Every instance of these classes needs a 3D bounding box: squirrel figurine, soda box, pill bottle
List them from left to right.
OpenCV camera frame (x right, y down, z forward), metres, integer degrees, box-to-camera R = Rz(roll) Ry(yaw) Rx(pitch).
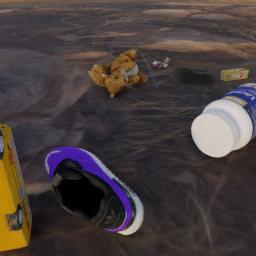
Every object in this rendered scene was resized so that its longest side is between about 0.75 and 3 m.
[{"bbox_3d":[-0.542,-2.124,11.853,2.166,1.533,2.021,0,37,29],"label":"squirrel figurine"},{"bbox_3d":[3.096,-0.253,8.174,1.523,1.523,2.631,26,39,37],"label":"pill bottle"},{"bbox_3d":[5.018,-2.533,13.221,1.275,0.408,0.432,-11,31,-18],"label":"soda box"}]

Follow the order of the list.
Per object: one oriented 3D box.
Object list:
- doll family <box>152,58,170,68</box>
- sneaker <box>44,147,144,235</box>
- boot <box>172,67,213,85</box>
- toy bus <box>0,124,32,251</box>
[{"bbox_3d":[1.790,-3.376,14.793,0.965,0.435,0.599,-11,34,17],"label":"doll family"},{"bbox_3d":[-1.076,1.054,5.764,2.915,1.013,1.450,27,0,38],"label":"sneaker"},{"bbox_3d":[3.016,-2.520,13.068,1.824,0.707,1.262,18,28,5],"label":"boot"},{"bbox_3d":[-2.352,0.939,4.784,0.924,2.840,1.112,-5,30,-9],"label":"toy bus"}]
